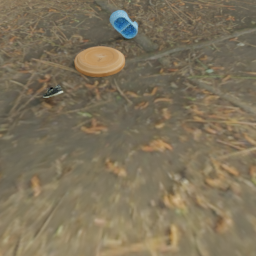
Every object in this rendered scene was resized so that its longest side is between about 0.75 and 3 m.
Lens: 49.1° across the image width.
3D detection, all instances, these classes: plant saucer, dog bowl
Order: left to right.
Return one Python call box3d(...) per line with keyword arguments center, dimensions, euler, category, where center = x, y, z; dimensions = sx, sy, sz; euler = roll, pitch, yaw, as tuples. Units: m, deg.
box3d(center=(-0.964, -2.332, 9.546), dimensions=(1.723, 0.278, 1.723), euler=(0, 45, 0), category="plant saucer")
box3d(center=(-0.128, -3.828, 10.483), dimensions=(0.695, 1.246, 0.309), euler=(-33, 50, 27), category="dog bowl")

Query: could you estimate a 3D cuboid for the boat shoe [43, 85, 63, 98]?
box3d(center=(-2.182, -1.052, 8.059), dimensions=(0.787, 0.266, 0.283), euler=(-10, 20, 39), category="boat shoe")
